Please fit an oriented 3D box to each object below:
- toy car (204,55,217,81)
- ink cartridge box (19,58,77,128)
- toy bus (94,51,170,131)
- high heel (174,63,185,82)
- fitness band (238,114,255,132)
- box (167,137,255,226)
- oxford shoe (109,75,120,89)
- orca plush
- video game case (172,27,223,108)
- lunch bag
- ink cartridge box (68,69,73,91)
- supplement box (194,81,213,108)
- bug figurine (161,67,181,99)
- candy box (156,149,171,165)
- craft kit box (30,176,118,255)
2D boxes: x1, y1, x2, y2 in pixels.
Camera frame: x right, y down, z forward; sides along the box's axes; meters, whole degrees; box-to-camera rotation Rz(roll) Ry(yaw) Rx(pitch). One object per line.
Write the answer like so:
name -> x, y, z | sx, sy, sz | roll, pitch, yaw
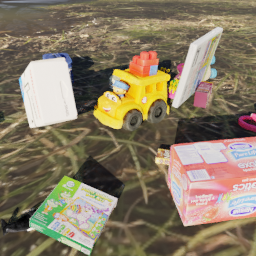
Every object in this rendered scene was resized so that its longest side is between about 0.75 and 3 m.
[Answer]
toy car -> 3.435, -2.973, 14.202 | 1.397, 1.340, 1.515 | -10, 5, -19
ink cartridge box -> -2.619, -1.009, 8.930 | 1.053, 1.823, 2.497 | -13, 3, -27
toy bus -> 0.217, -1.431, 9.974 | 2.653, 2.547, 1.800 | -19, 37, -35
high heel -> 2.885, -2.913, 14.087 | 0.835, 0.586, 1.737 | -27, 26, 39
fitness band -> 4.726, -0.166, 10.238 | 1.302, 0.244, 0.935 | 21, 38, 32
box -> 2.582, 1.216, 6.899 | 2.920, 1.382, 1.498 | -5, 32, -8
oxford shoe -> 0.007, -1.622, 12.311 | 2.060, 0.595, 0.774 | 33, 38, 19
orca plush -> -2.267, 2.027, 6.479 | 1.285, 0.457, 0.676 | -4, 32, -7
video game case -> 2.783, -2.431, 11.285 | 0.302, 2.741, 2.495 | 31, 45, 22
lunch bag -> -3.445, -2.954, 13.717 | 1.340, 1.305, 1.973 | -12, 33, -18
ink cartridge box -> -2.892, -1.874, 12.149 | 0.820, 1.122, 0.824 | -1, 32, -2
supplement box -> 3.191, -1.433, 11.852 | 0.531, 0.683, 1.239 | 13, 33, 19
bug figurine -> 1.492, -1.981, 12.570 | 2.235, 0.742, 2.882 | 23, 29, 21
candy box -> 1.281, 0.905, 8.515 | 0.822, 0.232, 0.480 | 6, 33, 13
craft kit box -> -1.195, 1.940, 6.476 | 1.496, 0.363, 1.477 | 21, 33, 9
